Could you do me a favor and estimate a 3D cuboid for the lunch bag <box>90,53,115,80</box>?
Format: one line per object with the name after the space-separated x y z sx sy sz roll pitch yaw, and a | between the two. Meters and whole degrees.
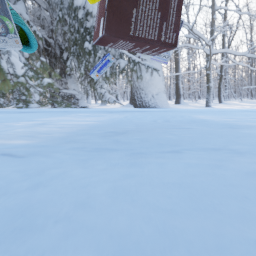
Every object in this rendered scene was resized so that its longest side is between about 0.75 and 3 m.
-1.060 -2.567 11.654 0.475 1.257 1.008 42 3 -10 | lunch bag

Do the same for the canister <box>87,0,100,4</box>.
-0.708 -3.168 4.554 1.330 1.791 0.775 -41 27 4 | canister

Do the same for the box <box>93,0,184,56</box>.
0.213 -2.764 6.946 1.846 1.532 1.516 6 6 -16 | box

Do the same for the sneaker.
-2.769 -2.402 5.777 0.961 0.935 2.412 46 6 31 | sneaker

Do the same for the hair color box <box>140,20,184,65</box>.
1.064 -2.914 9.349 1.061 0.629 1.941 17 -17 2 | hair color box

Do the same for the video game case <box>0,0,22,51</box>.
-2.419 -1.945 4.529 0.158 1.352 1.229 -16 4 28 | video game case
